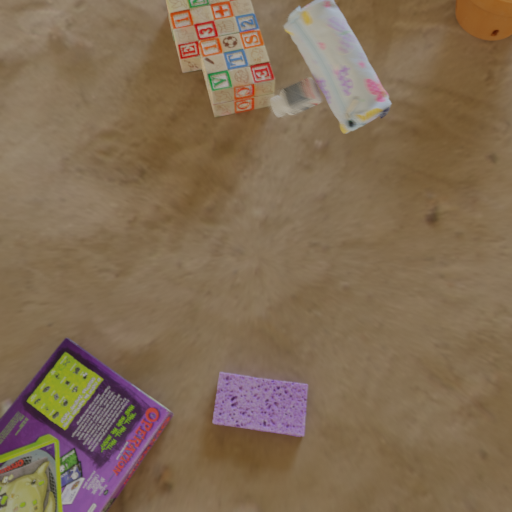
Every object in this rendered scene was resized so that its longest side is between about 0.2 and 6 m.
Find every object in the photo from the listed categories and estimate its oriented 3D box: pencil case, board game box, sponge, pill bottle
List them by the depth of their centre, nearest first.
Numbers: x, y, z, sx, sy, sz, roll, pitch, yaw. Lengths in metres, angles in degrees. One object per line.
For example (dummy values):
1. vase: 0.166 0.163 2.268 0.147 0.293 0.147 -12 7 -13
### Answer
1. pencil case: 0.965 -2.260 6.713 0.715 0.655 1.575 -35 100 -29
2. pill bottle: 0.475 -1.918 6.839 0.559 0.334 0.334 -18 68 22
3. board game box: -2.635 2.746 7.043 1.787 0.481 2.978 31 73 15
4. sponge: 0.067 1.973 7.443 1.216 0.181 0.678 7 69 3

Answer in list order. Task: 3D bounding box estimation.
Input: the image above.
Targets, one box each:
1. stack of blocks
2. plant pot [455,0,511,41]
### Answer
1. stack of blocks: -0.633 -3.504 9.234 1.354 0.689 2.352 -14 70 -5
2. plant pot: 4.066 -4.434 9.352 1.627 1.139 1.627 0 70 0
